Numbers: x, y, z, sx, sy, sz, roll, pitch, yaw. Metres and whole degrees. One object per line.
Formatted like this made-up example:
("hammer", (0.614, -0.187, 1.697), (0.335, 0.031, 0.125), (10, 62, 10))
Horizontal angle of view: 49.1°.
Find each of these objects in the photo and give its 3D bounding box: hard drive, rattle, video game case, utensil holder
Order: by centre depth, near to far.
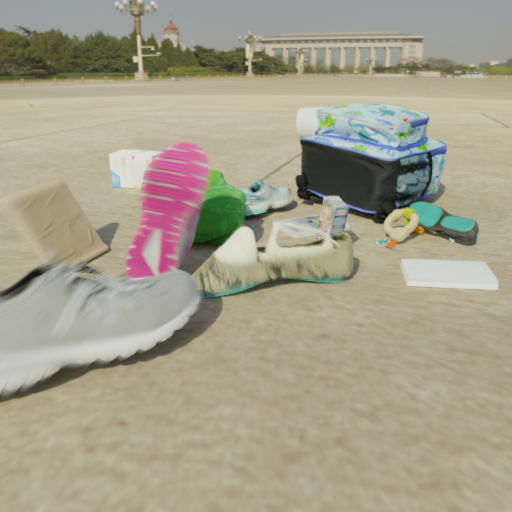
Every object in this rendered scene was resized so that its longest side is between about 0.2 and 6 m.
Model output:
("hard drive", (3.307, 0.309, 9.708), (1.450, 0.190, 0.956), (2, 21, 7))
("rattle", (2.988, -0.374, 11.619), (0.750, 0.823, 1.153), (10, 56, 25))
("video game case", (1.214, -0.675, 12.451), (1.403, 0.126, 1.004), (-10, 22, -25))
("utensil holder", (2.722, -5.747, 24.326), (1.671, 1.420, 1.420), (6, 21, 22))

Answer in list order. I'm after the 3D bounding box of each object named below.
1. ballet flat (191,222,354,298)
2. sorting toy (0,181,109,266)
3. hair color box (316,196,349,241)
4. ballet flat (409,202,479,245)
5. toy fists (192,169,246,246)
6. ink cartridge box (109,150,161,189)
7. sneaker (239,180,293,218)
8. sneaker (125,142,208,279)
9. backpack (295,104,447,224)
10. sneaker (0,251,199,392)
("ballet flat", (0.250, -0.029, 9.312), (2.907, 1.095, 0.986), (-5, 22, -13))
("sorting toy", (-3.693, -0.527, 10.350), (0.307, 1.685, 1.560), (-33, 6, 28))
("hair color box", (1.440, -0.570, 10.704), (0.315, 1.042, 0.521), (-4, 33, -18))
("ballet flat", (3.929, -0.635, 11.758), (0.631, 0.631, 1.726), (-12, 25, -30))
("toy fists", (-1.280, -1.108, 12.219), (1.739, 1.173, 3.412), (-14, 25, -15))
("ink cartridge box", (-3.320, -2.497, 16.159), (1.496, 0.962, 0.937), (5, 20, 12))
("sneaker", (0.248, -1.485, 13.405), (0.683, 0.759, 1.760), (-4, 15, 42))
("sneaker", (-1.477, -0.683, 9.450), (1.021, 2.511, 1.108), (20, 0, 0))
("backpack", (3.079, -2.513, 14.060), (3.082, 2.475, 3.368), (23, 26, 39))
("sneaker", (-2.159, 0.580, 6.886), (3.387, 1.389, 1.266), (-16, 12, -40))
